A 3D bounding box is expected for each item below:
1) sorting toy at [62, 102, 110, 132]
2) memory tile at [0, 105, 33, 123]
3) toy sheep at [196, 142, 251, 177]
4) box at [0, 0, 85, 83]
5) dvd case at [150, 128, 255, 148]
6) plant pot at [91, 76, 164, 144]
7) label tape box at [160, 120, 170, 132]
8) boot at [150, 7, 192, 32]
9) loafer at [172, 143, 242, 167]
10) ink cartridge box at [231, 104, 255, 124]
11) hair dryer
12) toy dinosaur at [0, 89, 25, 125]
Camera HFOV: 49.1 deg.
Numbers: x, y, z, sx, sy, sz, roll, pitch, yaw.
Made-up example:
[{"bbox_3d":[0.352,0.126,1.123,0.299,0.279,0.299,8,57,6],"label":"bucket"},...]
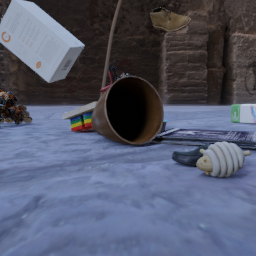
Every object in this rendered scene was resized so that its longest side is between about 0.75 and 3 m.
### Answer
[{"bbox_3d":[-0.956,-0.392,10.435,2.129,0.741,2.116,-5,-6,-44],"label":"sorting toy"},{"bbox_3d":[-5.666,-0.646,13.479,1.851,0.155,1.418,-1,-32,-2],"label":"memory tile"},{"bbox_3d":[1.580,0.504,4.636,0.930,0.641,0.641,-18,8,-5],"label":"toy sheep"},{"bbox_3d":[-3.239,-3.201,10.388,2.635,1.639,1.284,40,24,0],"label":"box"},{"bbox_3d":[2.429,0.272,8.357,2.974,0.238,2.211,3,7,25],"label":"dvd case"},{"bbox_3d":[-0.280,-0.340,8.250,1.847,1.847,1.976,-4,-7,-32],"label":"plant pot"},{"bbox_3d":[0.845,-0.063,10.499,0.975,0.428,1.352,5,8,37],"label":"label tape box"},{"bbox_3d":[1.448,-3.904,10.012,1.810,0.666,0.683,26,-20,47],"label":"boot"},{"bbox_3d":[1.487,0.497,5.325,1.294,0.454,0.439,2,7,15],"label":"loafer"},{"bbox_3d":[6.583,-0.713,14.049,1.610,0.934,2.223,-6,9,-42],"label":"ink cartridge box"},{"bbox_3d":[-0.879,-2.676,15.945,1.452,1.907,0.518,38,-3,-11],"label":"hair dryer"},{"bbox_3d":[-5.660,-0.998,11.986,1.404,1.865,2.748,-13,-48,47],"label":"toy dinosaur"}]
